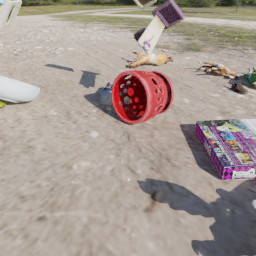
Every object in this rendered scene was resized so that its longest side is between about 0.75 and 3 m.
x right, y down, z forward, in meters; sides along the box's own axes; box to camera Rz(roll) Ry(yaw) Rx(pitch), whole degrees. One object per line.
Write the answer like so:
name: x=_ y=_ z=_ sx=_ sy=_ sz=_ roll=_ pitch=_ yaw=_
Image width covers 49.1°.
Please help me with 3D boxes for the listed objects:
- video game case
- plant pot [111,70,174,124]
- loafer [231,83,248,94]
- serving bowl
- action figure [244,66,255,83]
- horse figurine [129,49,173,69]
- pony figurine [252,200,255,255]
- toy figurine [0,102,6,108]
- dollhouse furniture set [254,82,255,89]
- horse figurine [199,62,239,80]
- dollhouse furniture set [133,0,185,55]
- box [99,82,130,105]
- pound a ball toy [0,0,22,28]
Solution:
video game case: x=3.146 y=0.457 z=7.335 sx=2.195 sy=0.434 sz=2.421 roll=-1 pitch=27 yaw=-3
plant pot: x=0.510 y=-1.069 z=9.064 sx=1.657 sy=1.657 sz=1.508 roll=22 pitch=28 yaw=37
loafer: x=4.604 y=-1.652 z=11.611 sx=0.327 sy=0.317 sz=0.894 roll=-12 pitch=29 yaw=-22
serving bowl: x=-4.374 y=-1.372 z=10.057 sx=2.257 sy=0.742 sz=2.257 roll=13 pitch=0 yaw=0
action figure: x=5.853 y=-2.412 z=12.449 sx=1.475 sy=0.683 sz=2.497 roll=-5 pitch=15 yaw=28
horse figurine: x=1.310 y=-3.881 z=15.549 sx=2.709 sy=0.676 sz=1.795 roll=0 pitch=32 yaw=-6
pony figurine: x=2.543 y=1.777 z=3.896 sx=1.884 sy=1.625 sz=1.951 roll=5 pitch=34 yaw=-22
toy figurine: x=-5.068 y=-0.775 z=9.801 sx=1.268 sy=0.760 sz=0.669 roll=27 pitch=-16 yaw=-25
dollhouse furniture set: x=6.334 y=-2.039 z=11.738 sx=1.767 sy=0.887 sz=1.158 roll=-14 pitch=30 yaw=-24
horse figurine: x=4.324 y=-2.895 z=13.772 sx=1.384 sy=0.521 sz=2.089 roll=3 pitch=21 yaw=-16
dollhouse furniture set: x=0.082 y=-3.365 z=8.492 sx=1.895 sy=2.392 sz=1.698 roll=-10 pitch=45 yaw=51
box: x=-0.061 y=-1.319 z=10.821 sx=1.810 sy=0.437 sz=1.433 roll=4 pitch=27 yaw=9
pound a ball toy: x=-2.903 y=-2.792 z=6.386 sx=0.436 sy=0.669 sz=1.026 roll=-31 pitch=-1 yaw=-43
